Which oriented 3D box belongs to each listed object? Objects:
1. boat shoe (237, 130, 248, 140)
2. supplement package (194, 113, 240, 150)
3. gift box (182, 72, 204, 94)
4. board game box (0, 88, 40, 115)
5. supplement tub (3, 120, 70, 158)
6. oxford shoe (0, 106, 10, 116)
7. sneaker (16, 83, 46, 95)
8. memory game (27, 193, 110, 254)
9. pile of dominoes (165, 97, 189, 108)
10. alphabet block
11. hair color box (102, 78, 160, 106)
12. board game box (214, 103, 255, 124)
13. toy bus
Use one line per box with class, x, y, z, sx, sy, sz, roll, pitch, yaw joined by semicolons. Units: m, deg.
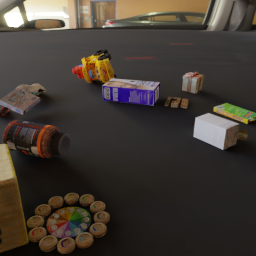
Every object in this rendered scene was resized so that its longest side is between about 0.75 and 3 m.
boat shoe;3.833;0.241;10.204;0.397;0.356;1.074;-17;15;-30
supplement package;3.129;0.088;10.004;0.790;0.800;1.320;-18;30;-33
gift box;3.484;-2.551;15.405;1.050;0.980;0.969;20;34;28
board game box;-4.906;-1.234;12.729;1.247;0.257;1.250;24;41;10
supplement tub;-2.903;0.386;9.049;2.000;1.069;1.069;8;26;18
oxford shoe;-5.583;-0.786;12.436;0.332;0.338;0.932;0;25;1
sneaker;-5.078;-1.914;14.648;0.760;0.646;1.717;30;36;25
memory game;-1.362;2.102;6.463;1.893;0.121;1.893;0;25;0
pile of dominoes;2.430;-1.339;13.775;1.079;0.220;1.385;6;26;14
alphabet block;-3.179;1.546;5.782;1.743;1.712;1.703;-12;29;-26
hair color box;0.187;-1.866;14.186;2.646;0.858;1.446;6;26;17
board game box;4.796;-0.645;12.234;0.909;0.285;1.903;-17;27;-31
toy bus;-2.106;-3.538;17.040;2.460;1.739;2.562;-18;30;-6
